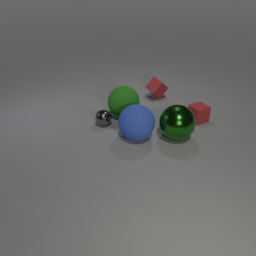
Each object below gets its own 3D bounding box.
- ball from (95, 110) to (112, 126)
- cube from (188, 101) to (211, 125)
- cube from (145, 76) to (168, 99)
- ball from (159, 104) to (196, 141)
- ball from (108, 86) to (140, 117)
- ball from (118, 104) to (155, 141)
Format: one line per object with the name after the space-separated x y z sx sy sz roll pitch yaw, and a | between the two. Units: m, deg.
-1.042 -0.422 11.801 0.700 0.700 0.700 0 31 0 | ball
3.067 -0.651 12.141 0.700 0.700 0.700 -15 34 -25 | cube
1.435 -2.026 13.954 0.700 0.700 0.700 27 16 -51 | cube
1.895 -0.206 10.768 1.400 1.400 1.400 0 31 0 | ball
-0.189 -1.144 12.252 1.400 1.400 1.400 0 31 0 | ball
0.332 -0.207 10.717 1.400 1.400 1.400 0 31 0 | ball
